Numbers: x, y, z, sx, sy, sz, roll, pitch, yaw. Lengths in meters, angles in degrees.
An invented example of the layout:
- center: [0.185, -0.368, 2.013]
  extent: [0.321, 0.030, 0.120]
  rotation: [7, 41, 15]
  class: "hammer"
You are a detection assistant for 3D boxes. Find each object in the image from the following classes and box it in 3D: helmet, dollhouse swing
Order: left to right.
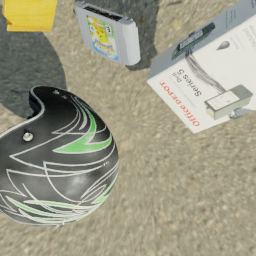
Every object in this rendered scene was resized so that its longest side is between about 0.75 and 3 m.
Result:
- center: [-2.361, -3.400, 6.461]
  extent: [1.562, 1.718, 1.511]
  rotation: [-18, 54, -42]
  class: "dollhouse swing"
- center: [-1.547, 0.689, 5.844]
  extent: [2.785, 2.785, 2.656]
  rotation: [-14, 39, -3]
  class: "helmet"

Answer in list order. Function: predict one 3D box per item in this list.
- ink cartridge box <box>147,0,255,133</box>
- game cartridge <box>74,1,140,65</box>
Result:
- center: [2.067, -1.249, 6.132]
  extent: [1.950, 2.680, 1.126]
  rotation: [44, 41, -24]
  class: "ink cartridge box"
- center: [-0.437, -1.897, 5.745]
  extent: [1.565, 1.044, 0.317]
  rotation: [31, 65, 29]
  class: "game cartridge"
